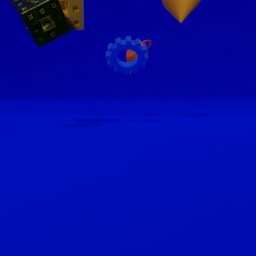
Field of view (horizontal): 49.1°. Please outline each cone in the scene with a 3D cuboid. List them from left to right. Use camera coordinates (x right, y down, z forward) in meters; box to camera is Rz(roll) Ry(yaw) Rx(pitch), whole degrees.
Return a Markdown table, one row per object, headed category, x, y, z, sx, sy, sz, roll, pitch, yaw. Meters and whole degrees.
| category | x | y | z | sx | sy | sz | roll | pitch | yaw |
| --- | --- | --- | --- | --- | --- | --- | --- | --- | --- |
| cone | 1.805 | -4.007 | 9.493 | 1.367 | 1.372 | 1.367 | 6 | -31 | 3 |

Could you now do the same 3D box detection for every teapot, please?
| category | x | y | z | sx | sy | sz | roll | pitch | yaw |
| --- | --- | --- | --- | --- | --- | --- | --- | --- | --- |
| teapot | 0.392 | -2.819 | 10.959 | 0.738 | 1.507 | 0.937 | 31 | 13 | -36 |

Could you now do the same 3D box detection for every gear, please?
| category | x | y | z | sx | sy | sz | roll | pitch | yaw |
| --- | --- | --- | --- | --- | --- | --- | --- | --- | --- |
| gear | -0.029 | -2.123 | 8.291 | 1.220 | 0.226 | 1.220 | -1 | -37 | -1 |

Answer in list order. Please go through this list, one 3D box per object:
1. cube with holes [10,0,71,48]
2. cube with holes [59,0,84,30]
| category | x | y | z | sx | sy | sz | roll | pitch | yaw |
| --- | --- | --- | --- | --- | --- | --- | --- | --- | --- |
| cube with holes | -1.972 | -2.529 | 6.348 | 0.844 | 0.844 | 0.844 | -33 | 52 | -12 |
| cube with holes | -1.888 | -3.414 | 7.454 | 1.177 | 1.177 | 1.177 | -10 | 49 | -16 |
